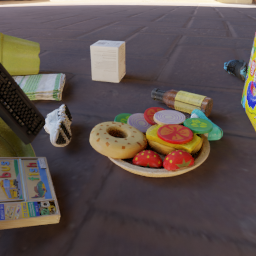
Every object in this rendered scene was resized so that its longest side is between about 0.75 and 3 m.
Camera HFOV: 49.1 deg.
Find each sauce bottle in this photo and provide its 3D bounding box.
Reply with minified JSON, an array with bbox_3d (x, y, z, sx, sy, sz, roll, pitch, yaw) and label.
[{"bbox_3d":[1.694,-0.896,9.036,2.006,0.662,0.662,22,36,32],"label":"sauce bottle"}]

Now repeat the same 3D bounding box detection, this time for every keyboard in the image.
[{"bbox_3d":[-2.099,-0.436,4.520,0.180,1.752,1.113,-14,33,34],"label":"keyboard"}]

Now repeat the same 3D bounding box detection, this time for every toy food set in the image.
[{"bbox_3d":[0.660,0.218,6.998,2.744,0.668,2.716,17,33,29],"label":"toy food set"}]

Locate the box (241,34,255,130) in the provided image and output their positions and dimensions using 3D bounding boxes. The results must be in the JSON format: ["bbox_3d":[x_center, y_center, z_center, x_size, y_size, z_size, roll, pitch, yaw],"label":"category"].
[{"bbox_3d":[4.433,-1.258,7.777,1.575,2.488,2.583,4,29,7],"label":"box"}]

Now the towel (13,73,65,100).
[{"bbox_3d":[-3.894,-1.461,10.421,2.984,0.458,2.226,-5,27,-5],"label":"towel"}]

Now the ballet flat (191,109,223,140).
[{"bbox_3d":[2.016,-0.118,7.791,0.512,0.490,1.454,-9,31,-17],"label":"ballet flat"}]

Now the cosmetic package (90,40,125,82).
[{"bbox_3d":[-0.800,-2.799,11.665,1.185,1.425,1.192,6,30,11],"label":"cosmetic package"}]

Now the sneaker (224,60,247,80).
[{"bbox_3d":[4.559,-2.466,11.907,0.835,0.746,2.038,3,19,13],"label":"sneaker"}]

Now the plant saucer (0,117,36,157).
[{"bbox_3d":[-3.025,0.559,5.474,2.516,0.391,2.516,35,29,-22],"label":"plant saucer"}]

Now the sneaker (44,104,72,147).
[{"bbox_3d":[-1.937,0.000,7.576,0.702,0.651,1.732,-18,30,3],"label":"sneaker"}]

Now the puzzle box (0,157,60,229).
[{"bbox_3d":[-2.009,1.138,5.320,1.120,0.214,1.684,2,32,-29],"label":"puzzle box"}]

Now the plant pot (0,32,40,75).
[{"bbox_3d":[-4.748,-3.015,11.842,1.889,2.055,2.055,1,27,-24],"label":"plant pot"}]
